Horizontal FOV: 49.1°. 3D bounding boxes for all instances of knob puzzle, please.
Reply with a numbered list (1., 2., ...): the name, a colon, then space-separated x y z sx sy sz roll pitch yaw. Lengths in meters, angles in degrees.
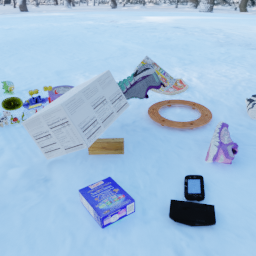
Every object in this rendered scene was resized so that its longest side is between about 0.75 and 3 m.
1. knob puzzle: 2.107 -2.299 14.820 2.483 0.344 2.483 0 29 0

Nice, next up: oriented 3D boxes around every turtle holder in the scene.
1. turtle holder: -6.015 -2.058 14.103 0.570 0.610 0.802 -15 31 -26

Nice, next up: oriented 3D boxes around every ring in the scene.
1. ring: 2.168 -0.584 11.809 2.693 0.258 2.693 -1 29 0

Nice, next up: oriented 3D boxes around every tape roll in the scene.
1. tape roll: -3.046 -1.525 13.175 1.346 0.572 1.346 -1 29 0

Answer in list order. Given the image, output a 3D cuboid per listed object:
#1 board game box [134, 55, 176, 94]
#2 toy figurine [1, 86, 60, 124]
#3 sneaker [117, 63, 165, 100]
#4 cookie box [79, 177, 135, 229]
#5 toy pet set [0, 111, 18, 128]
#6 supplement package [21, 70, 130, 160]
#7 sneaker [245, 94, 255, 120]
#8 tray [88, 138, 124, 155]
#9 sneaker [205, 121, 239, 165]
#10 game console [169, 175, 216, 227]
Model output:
1. board game box: 1.097 -2.192 11.685 1.589 1.068 0.272 38 64 -8
2. toy figurine: -4.147 -0.899 12.068 2.330 1.229 1.396 -21 5 -25
3. sneaker: 0.088 -1.246 10.130 2.490 1.090 0.926 -27 25 29
4. cookie box: -0.546 1.853 7.150 1.002 0.440 1.172 -19 34 -30
5. toy pet set: -5.660 -0.612 11.102 1.815 0.964 1.694 14 32 25
6. supplement package: -1.603 -0.458 9.050 2.051 1.460 2.634 -18 20 38
7. sneaker: 6.098 -1.048 11.939 2.243 0.895 1.460 -8 37 7
8. tray: -0.721 0.615 9.238 1.190 0.587 0.220 -1 41 -2
9. sneaker: 3.201 0.539 9.288 0.911 0.829 2.061 17 37 16
10. game console: 1.683 1.835 7.414 1.114 0.228 1.889 5 29 9
